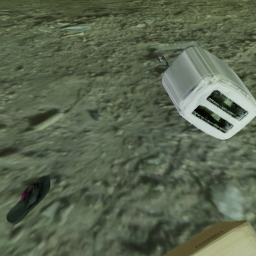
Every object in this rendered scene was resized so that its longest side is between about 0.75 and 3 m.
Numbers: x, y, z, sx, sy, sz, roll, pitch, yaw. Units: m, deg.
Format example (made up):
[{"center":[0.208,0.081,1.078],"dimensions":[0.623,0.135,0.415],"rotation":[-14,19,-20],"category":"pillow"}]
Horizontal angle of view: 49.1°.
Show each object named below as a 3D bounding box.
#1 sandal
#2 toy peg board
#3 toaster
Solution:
[{"center":[-1.882,1.337,5.338],"dimensions":[0.401,0.255,1.066],"rotation":[20,58,29],"category":"sandal"},{"center":[0.248,1.999,2.562],"dimensions":[2.414,2.404,1.181],"rotation":[-32,67,1],"category":"toy peg board"},{"center":[2.055,-0.907,7.208],"dimensions":[2.686,1.526,1.735],"rotation":[28,29,-29],"category":"toaster"}]
